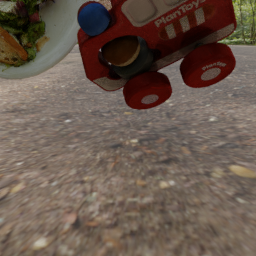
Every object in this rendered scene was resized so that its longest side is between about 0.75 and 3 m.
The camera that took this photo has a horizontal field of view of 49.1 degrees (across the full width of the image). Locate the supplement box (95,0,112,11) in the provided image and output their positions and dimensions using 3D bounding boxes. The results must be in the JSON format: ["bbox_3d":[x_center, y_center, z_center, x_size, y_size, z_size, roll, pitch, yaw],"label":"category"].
[{"bbox_3d":[-0.498,-2.663,5.975,0.385,0.661,1.048,-16,-17,-5],"label":"supplement box"}]

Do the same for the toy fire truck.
[{"bbox_3d":[0.314,-1.280,3.764,2.255,1.265,1.894,-21,-24,20],"label":"toy fire truck"}]

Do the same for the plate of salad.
[{"bbox_3d":[-1.839,-2.168,4.383,2.772,2.772,0.666,6,3,16],"label":"plate of salad"}]
